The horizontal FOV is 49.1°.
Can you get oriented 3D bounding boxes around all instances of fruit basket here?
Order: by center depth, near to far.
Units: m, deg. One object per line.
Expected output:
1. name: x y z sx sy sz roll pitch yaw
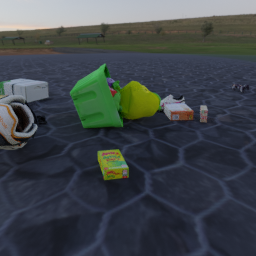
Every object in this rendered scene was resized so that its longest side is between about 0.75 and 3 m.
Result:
1. fruit basket: -0.335 -1.191 10.083 3.077 2.219 3.077 -17 19 6

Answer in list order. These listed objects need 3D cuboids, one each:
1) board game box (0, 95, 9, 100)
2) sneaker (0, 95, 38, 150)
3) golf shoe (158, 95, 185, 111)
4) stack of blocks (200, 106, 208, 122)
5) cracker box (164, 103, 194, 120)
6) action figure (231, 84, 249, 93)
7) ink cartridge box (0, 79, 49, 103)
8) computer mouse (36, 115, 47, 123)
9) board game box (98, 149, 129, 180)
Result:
1. board game box: -6.176 -1.049 11.957 1.313 0.335 1.937 1 18 9
2. sneaker: -2.792 -0.109 7.026 1.173 1.159 2.955 -28 7 0
3. golf shoe: 1.603 -1.049 11.499 1.458 0.671 0.529 -3 19 -5
4. stack of blocks: 2.772 -0.527 10.279 0.223 0.439 0.762 4 19 11
5. cracker box: 1.907 -0.634 10.709 0.849 0.366 1.268 -1 19 -4
6. action figure: 6.224 -2.259 15.626 0.730 0.389 1.122 -11 17 -9
7. ink cartridge box: -5.058 -1.843 13.614 1.961 0.815 1.438 11 21 30
8. computer mouse: -4.160 -0.204 8.964 2.017 0.661 2.872 7 19 17
9. board game box: -0.367 0.826 6.509 0.538 0.252 1.059 -4 19 -13
